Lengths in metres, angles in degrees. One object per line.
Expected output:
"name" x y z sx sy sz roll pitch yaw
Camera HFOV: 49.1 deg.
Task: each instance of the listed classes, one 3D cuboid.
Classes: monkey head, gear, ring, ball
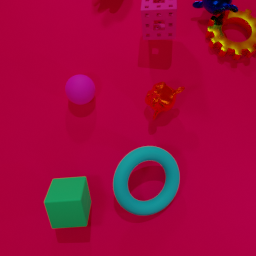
"monkey head" 2.583 -3.551 8.019 1.328 0.955 0.800 20 78 28
"gear" 3.101 -2.755 8.095 1.623 0.300 1.623 -1 72 2
"ring" 0.465 1.270 6.698 1.699 0.340 1.699 -3 99 -19
"ball" -1.265 -1.019 7.439 0.787 0.787 0.787 0 75 0
"monkey head" 0.873 -0.693 7.144 0.735 0.878 1.220 35 115 -18

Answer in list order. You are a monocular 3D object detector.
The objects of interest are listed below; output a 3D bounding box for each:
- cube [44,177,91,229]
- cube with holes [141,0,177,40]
"cube" -1.330 1.677 6.349 0.797 0.797 0.797 -5 118 3
"cube with holes" 0.826 -2.972 7.387 0.880 0.880 0.880 1 55 8
